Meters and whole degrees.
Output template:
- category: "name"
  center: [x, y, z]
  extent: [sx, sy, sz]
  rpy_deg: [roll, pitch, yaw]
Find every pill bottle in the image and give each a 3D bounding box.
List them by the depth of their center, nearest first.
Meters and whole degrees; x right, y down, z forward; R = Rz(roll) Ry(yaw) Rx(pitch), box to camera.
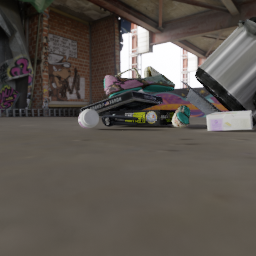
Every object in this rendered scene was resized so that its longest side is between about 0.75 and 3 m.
- category: "pill bottle"
  center: [-0.959, -0.227, 6.878]
  extent: [0.465, 0.465, 0.829]
  rpy_deg: [-1, -1, -15]

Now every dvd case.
- category: "dvd case"
  center: [-0.100, -0.734, 9.201]
  extent: [1.828, 0.301, 2.433]
  rpy_deg: [-17, -7, 27]

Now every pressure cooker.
- category: "pressure cooker"
  center: [3.810, -1.823, 8.376]
  extent: [2.927, 2.614, 2.574]
  rpy_deg: [-45, -2, 13]

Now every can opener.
- category: "can opener"
  center: [-0.234, -0.230, 8.038]
  extent: [1.132, 0.359, 0.445]
  rpy_deg: [-1, 18, 23]

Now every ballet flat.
- category: "ballet flat"
  center: [1.428, -0.248, 7.624]
  extent: [0.427, 0.506, 1.337]
  rpy_deg: [-45, -1, 27]
- category: "ballet flat"
  center: [0.394, -1.468, 8.636]
  extent: [2.393, 0.851, 0.827]
  rpy_deg: [-9, -6, -22]

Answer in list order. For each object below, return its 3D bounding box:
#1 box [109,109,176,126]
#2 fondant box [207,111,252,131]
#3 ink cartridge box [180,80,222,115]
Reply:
- category: "box"
  center: [0.660, -0.330, 8.991]
  extent: [1.697, 0.469, 2.118]
  rpy_deg: [1, 2, 30]
- category: "fondant box"
  center: [2.332, -0.178, 6.356]
  extent: [0.886, 0.358, 1.228]
  rpy_deg: [-3, 4, 25]
- category: "ink cartridge box"
  center: [2.486, -0.800, 9.295]
  extent: [1.882, 0.408, 1.848]
  rpy_deg: [41, 16, 14]
